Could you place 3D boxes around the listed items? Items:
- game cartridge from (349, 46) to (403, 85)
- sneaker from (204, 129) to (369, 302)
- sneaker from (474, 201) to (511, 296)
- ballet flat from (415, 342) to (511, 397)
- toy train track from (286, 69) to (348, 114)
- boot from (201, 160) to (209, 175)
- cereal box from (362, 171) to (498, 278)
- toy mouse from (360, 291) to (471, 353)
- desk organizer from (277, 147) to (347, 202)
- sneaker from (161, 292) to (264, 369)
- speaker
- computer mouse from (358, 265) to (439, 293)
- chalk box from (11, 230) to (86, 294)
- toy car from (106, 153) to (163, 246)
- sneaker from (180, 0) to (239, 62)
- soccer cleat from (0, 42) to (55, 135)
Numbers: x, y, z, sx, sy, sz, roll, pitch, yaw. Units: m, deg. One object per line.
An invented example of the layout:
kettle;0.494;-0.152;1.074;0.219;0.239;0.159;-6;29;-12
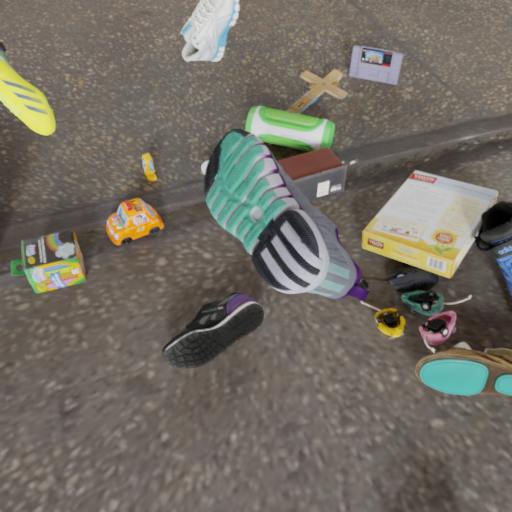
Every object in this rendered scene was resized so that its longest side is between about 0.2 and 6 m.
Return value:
game cartridge;3.390;-5.428;15.925;1.408;0.912;0.270;15;49;13
sneaker;0.294;-0.478;7.146;1.302;1.107;2.974;23;28;-39
sneaker;4.892;0.213;10.277;1.672;1.154;3.006;37;39;-27
ballet flat;3.919;1.896;9.586;2.499;0.847;0.904;4;30;3
toy train track;1.519;-4.279;15.308;1.420;0.403;2.475;36;63;19
boot;-0.486;-2.085;13.281;1.533;0.564;0.733;13;43;1
cereal box;3.685;-0.771;11.786;1.917;0.527;2.665;22;47;30
toy mouse;3.116;1.137;10.196;1.766;0.385;1.988;-19;26;-6
desk organizer;0.866;-1.705;12.726;2.197;0.788;0.846;-18;48;-15
sneaker;-0.877;1.329;10.222;1.979;0.749;0.866;-26;33;-21
speaker;0.835;-3.122;13.898;2.091;0.925;0.925;15;50;12
computer mouse;2.544;0.433;11.098;2.172;0.370;0.637;-4;49;-3
chalk box;-4.136;0.146;11.064;1.304;0.809;0.814;-14;51;-10
toy car;-2.775;-1.384;12.406;1.215;0.824;2.476;-9;50;-8
sneaker;-1.060;-4.896;11.761;0.987;2.278;0.854;-24;70;-26
soccer cleat;-4.148;-2.776;9.149;0.664;2.053;0.859;-24;20;35
